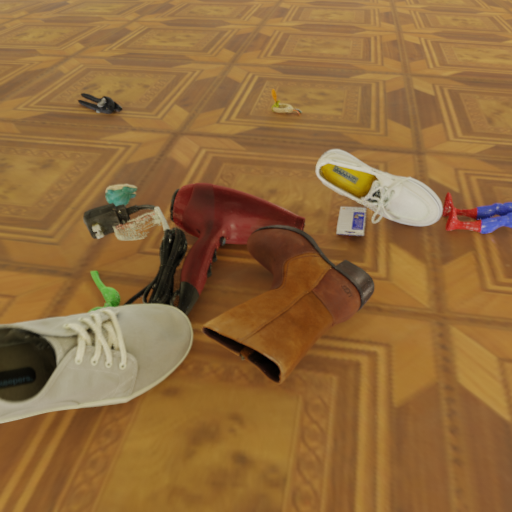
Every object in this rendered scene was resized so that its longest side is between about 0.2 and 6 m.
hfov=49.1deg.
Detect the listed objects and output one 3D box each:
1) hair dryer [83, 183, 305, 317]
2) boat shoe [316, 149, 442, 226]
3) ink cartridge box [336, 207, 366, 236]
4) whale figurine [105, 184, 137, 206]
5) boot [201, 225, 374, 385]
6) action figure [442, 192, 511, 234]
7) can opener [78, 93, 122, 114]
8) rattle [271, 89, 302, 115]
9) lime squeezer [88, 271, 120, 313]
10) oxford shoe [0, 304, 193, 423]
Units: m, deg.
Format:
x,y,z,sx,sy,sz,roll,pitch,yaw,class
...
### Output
x,y,z,sx,sy,sz,roll,pitch,yaw,class
-0.868,-0.097,9.619,3.744,1.017,2.852,-20,57,-17,hair dryer
2.222,-1.168,10.285,2.503,0.925,1.067,29,29,5,boat shoe
1.800,-0.605,10.583,0.499,0.196,1.055,4,32,12,ink cartridge box
-2.610,-1.173,10.878,0.608,0.396,0.764,8,-13,-41,whale figurine
0.149,0.607,8.191,2.345,0.853,2.491,35,45,25,boot
5.084,-1.030,10.252,2.906,1.438,0.948,7,37,5,action figure
-4.365,-4.150,15.334,1.500,0.590,0.475,19,79,29,can opener
0.842,-4.142,15.136,0.844,0.603,0.549,19,21,33,rattle
-2.515,0.829,8.509,0.758,0.405,2.148,3,37,4,lime squeezer
-2.066,1.183,6.820,3.388,0.978,1.274,-7,59,-45,oxford shoe
